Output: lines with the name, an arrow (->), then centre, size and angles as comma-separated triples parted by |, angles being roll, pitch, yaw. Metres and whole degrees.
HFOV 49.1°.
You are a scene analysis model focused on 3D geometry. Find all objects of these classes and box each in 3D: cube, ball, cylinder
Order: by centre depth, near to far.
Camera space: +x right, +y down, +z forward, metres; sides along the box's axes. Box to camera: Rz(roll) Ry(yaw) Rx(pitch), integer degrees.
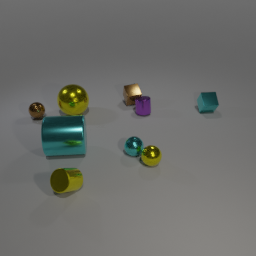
cylinder -> -1.786, 1.519, 8.188 | 0.700, 0.700, 0.700 | 17, 1, 26
ball -> 0.787, 0.923, 9.391 | 0.700, 0.700, 0.700 | 0, 30, 0
cylinder -> -2.200, 0.262, 9.857 | 1.400, 1.400, 1.400 | -2, 31, -5
ball -> 0.211, 0.643, 9.912 | 0.700, 0.700, 0.700 | 0, 30, 0
ball -> -3.961, -0.780, 12.173 | 0.700, 0.700, 0.700 | 0, 30, 0
ball -> -2.425, -1.237, 12.394 | 1.400, 1.400, 1.400 | 0, 30, 0
cylinder -> 0.683, -1.017, 12.641 | 0.700, 0.700, 0.700 | -4, 22, 2
cube -> 3.613, -1.164, 12.723 | 0.700, 0.700, 0.700 | -3, 67, -5
cube -> 0.197, -1.601, 13.368 | 0.700, 0.700, 0.700 | -12, 61, -12
